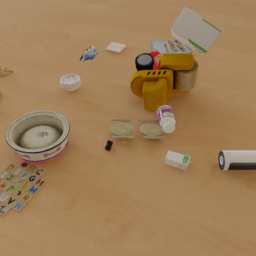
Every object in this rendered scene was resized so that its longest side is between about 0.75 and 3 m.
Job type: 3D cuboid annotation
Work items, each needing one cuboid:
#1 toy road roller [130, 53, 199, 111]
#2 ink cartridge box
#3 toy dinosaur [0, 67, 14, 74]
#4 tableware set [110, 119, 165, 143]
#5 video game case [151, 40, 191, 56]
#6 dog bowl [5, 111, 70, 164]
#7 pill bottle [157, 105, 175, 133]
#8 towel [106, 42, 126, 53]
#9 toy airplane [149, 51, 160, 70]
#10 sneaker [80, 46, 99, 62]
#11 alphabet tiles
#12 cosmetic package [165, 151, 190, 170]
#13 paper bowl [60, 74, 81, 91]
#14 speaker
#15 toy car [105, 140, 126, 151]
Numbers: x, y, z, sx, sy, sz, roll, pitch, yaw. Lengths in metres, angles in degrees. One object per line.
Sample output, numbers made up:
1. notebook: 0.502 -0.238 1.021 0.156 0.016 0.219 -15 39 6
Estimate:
1. toy road roller: 1.561 -1.896 12.180 2.926 1.798 2.136 0 56 7
2. ink cartridge box: 2.619 -3.722 11.051 1.619 0.939 2.236 34 16 1
3. toy dinosaur: -6.387 -2.824 14.100 1.156 0.336 0.584 -24 50 -23
4. tableware set: 0.341 0.182 10.954 2.054 0.412 1.358 1 32 -7
5. video game case: 2.448 -4.614 16.060 2.058 0.183 1.473 -4 43 -3
6. dog bowl: -3.262 0.361 10.399 2.261 0.834 2.261 1 41 -1
7. pill bottle: 1.560 -0.350 11.315 0.638 0.638 1.136 -3 44 -3
8. towel: -0.694 -4.594 16.061 0.912 0.154 0.955 16 46 17
9. toy airplane: 1.503 -3.239 14.407 2.688 0.494 2.688 0 44 0
10. sneaker: -1.615 -3.079 11.812 0.453 0.445 1.175 42 46 -8
11. alphabet tiles: -3.786 1.931 9.361 1.664 0.063 1.999 20 48 20
12. cosmetic package: 1.758 1.156 9.966 0.807 0.342 0.434 15 48 13
13. paper bowl: -2.715 -2.119 13.249 0.938 0.488 0.938 0 44 0
14. speaker: 4.105 1.120 9.748 1.728 0.702 0.702 0 44 -1
15. toy car: -0.497 0.672 10.633 0.841 0.412 0.280 3 -3 -20
